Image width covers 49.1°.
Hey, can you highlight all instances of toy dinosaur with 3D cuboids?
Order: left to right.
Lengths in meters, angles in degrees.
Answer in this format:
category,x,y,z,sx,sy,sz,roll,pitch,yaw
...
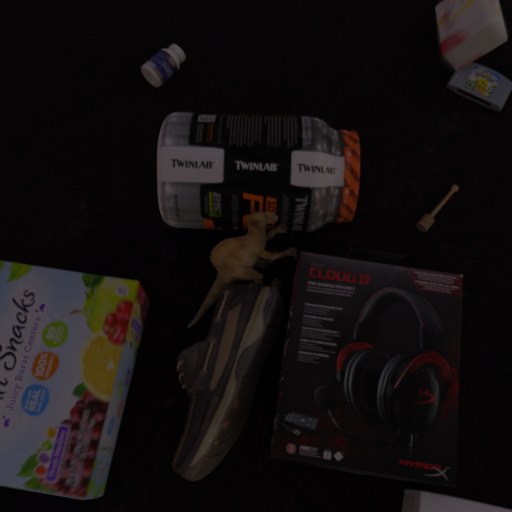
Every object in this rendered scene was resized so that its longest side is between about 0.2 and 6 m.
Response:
category,x,y,z,sx,sy,sz,roll,pitch,yaw
toy dinosaur,-0.202,0.139,8.899,1.265,2.501,0.728,11,38,-32

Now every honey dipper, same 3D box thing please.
category,x,y,z,sx,sy,sz,roll,pitch,yaw
honey dipper,3.206,-0.848,9.792,0.212,0.212,1.117,41,71,14

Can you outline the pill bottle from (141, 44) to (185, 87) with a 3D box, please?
category,x,y,z,sx,sy,sz,roll,pitch,yaw
pill bottle,-1.752,-3.650,10.685,0.478,0.478,0.799,39,74,13

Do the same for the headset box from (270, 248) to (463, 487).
category,x,y,z,sx,sy,sz,roll,pitch,yaw
headset box,1.634,1.486,8.323,2.457,1.240,3.305,9,70,3

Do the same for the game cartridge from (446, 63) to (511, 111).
category,x,y,z,sx,sy,sz,roll,pitch,yaw
game cartridge,4.292,-3.272,10.698,1.102,0.223,0.735,29,68,10

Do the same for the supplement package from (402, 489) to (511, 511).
category,x,y,z,sx,sy,sz,roll,pitch,yaw
supplement package,2.834,3.974,7.575,1.602,0.888,1.248,11,70,4

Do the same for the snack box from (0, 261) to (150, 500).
category,x,y,z,sx,sy,sz,roll,pitch,yaw
snack box,-3.242,1.759,8.323,2.603,1.045,3.087,9,68,4

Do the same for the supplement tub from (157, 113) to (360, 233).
category,x,y,z,sx,sy,sz,roll,pitch,yaw
supplement tub,0.043,-1.331,9.061,3.052,1.870,1.870,2,69,1

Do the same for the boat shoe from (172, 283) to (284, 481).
category,x,y,z,sx,sy,sz,roll,pitch,yaw
boat shoe,-0.568,1.771,8.423,1.120,1.138,3.055,16,63,19

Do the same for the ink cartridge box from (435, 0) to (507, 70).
category,x,y,z,sx,sy,sz,roll,pitch,yaw
ink cartridge box,4.003,-4.388,10.525,0.583,1.015,1.398,27,52,-34
